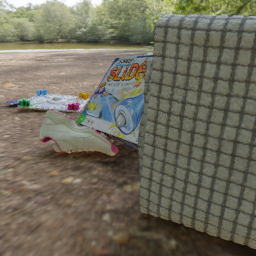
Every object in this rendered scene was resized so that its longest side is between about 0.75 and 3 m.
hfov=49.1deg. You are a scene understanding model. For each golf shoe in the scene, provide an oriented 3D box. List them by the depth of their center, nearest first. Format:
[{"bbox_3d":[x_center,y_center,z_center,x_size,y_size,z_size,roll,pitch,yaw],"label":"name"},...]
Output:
[{"bbox_3d":[-1.050,0.272,5.814,1.735,0.794,0.654,25,-12,13],"label":"golf shoe"}]

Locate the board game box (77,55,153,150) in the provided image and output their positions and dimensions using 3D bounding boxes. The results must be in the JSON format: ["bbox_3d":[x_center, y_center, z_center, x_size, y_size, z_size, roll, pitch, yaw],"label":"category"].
[{"bbox_3d":[0.147,-0.618,5.909,0.497,1.953,2.886,36,-12,-33],"label":"board game box"}]

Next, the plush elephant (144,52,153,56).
[{"bbox_3d":[1.230,-0.978,7.078,2.505,2.063,1.939,-17,39,14],"label":"plush elephant"}]

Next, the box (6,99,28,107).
[{"bbox_3d":[-3.781,-0.875,9.768,0.827,0.134,0.501,-15,24,-42],"label":"box"}]

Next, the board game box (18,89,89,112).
[{"bbox_3d":[-2.486,-0.993,9.749,1.983,0.257,1.983,5,19,1],"label":"board game box"}]

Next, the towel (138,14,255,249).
[{"bbox_3d":[1.241,0.025,3.360,2.119,2.559,1.095,12,20,28],"label":"towel"}]
